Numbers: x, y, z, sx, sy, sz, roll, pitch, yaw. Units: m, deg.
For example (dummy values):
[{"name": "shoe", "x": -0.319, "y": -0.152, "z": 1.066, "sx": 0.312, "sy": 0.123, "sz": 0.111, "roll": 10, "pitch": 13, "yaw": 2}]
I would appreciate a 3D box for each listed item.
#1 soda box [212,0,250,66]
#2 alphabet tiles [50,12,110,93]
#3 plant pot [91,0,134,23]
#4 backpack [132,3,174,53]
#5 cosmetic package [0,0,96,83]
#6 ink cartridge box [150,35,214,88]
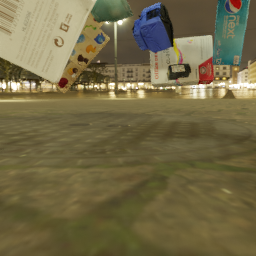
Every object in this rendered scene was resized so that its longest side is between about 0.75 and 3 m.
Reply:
[{"name": "soda box", "x": 3.275, "y": -3.507, "z": 8.917, "sx": 0.919, "sy": 2.863, "sz": 0.971, "roll": 6, "pitch": 37, "yaw": 15}, {"name": "alphabet tiles", "x": -2.054, "y": -2.998, "z": 8.922, "sx": 2.431, "sy": 2.908, "sz": 0.110, "roll": 41, "pitch": -7, "yaw": -20}, {"name": "plant pot", "x": -0.600, "y": -3.358, "z": 7.297, "sx": 0.953, "sy": 1.422, "sz": 1.422, "roll": -27, "pitch": 3, "yaw": 10}, {"name": "backpack", "x": 0.893, "y": -3.644, "z": 10.003, "sx": 1.342, "sy": 1.300, "sz": 1.600, "roll": -8, "pitch": 46, "yaw": 20}, {"name": "cosmetic package", "x": -1.678, "y": -2.400, "z": 5.450, "sx": 1.781, "sy": 1.791, "sz": 2.141, "roll": 24, "pitch": 34, "yaw": -18}, {"name": "ink cartridge box", "x": 2.089, "y": -2.582, "z": 11.169, "sx": 2.409, "sy": 1.755, "sz": 0.998, "roll": -3, "pitch": 0, "yaw": 8}]
